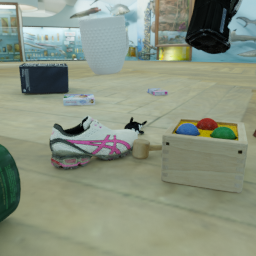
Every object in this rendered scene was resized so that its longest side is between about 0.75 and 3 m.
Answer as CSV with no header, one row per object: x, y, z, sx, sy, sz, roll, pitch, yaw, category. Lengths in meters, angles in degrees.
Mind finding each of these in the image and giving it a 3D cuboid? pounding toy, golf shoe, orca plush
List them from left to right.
-0.565,0.189,5.415,1.886,0.868,0.685,-10,19,-35,golf shoe
0.192,-0.091,7.191,0.588,0.397,1.118,11,19,33,orca plush
1.035,0.226,5.150,2.016,0.922,1.771,6,17,19,pounding toy

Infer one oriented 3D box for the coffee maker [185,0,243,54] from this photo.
1.878,-2.698,6.657,1.452,1.511,1.018,16,-12,-4,coffee maker

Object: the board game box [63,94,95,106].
-1.925,-1.123,11.029,1.187,0.244,1.184,-3,16,-11,board game box

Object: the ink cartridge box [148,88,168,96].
1.357,-1.705,13.125,0.650,0.228,1.089,-5,15,-17,ink cartridge box

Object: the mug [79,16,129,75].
-0.453,-2.048,6.896,1.079,1.281,1.461,11,27,35,mug

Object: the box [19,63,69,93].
-4.018,-2.463,13.668,2.156,1.339,2.174,-4,17,-13,box

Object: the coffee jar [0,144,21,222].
-2.257,0.914,2.477,1.325,1.084,2.541,4,17,15,coffee jar

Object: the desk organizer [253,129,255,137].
4.003,-0.034,6.524,1.905,0.683,0.733,0,14,-2,desk organizer
